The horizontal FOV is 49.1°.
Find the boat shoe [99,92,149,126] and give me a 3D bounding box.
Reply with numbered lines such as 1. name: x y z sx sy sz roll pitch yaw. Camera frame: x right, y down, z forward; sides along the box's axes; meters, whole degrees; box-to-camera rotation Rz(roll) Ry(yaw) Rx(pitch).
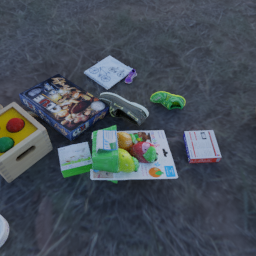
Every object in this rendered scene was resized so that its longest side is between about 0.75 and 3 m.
1. boat shoe: -0.289 -0.699 10.282 2.102 0.751 0.628 23 63 23

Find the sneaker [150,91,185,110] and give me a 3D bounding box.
1. sneaker: 1.512 -1.032 10.709 1.354 0.501 0.566 9 48 7

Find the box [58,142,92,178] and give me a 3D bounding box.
1. box: -1.697 1.010 9.097 1.005 0.486 0.887 -14 53 -10

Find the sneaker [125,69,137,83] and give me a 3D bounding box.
1. sneaker: 0.110 -2.190 11.731 0.311 0.341 0.772 23 56 16

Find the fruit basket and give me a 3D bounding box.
1. fruit basket: 0.101 0.694 8.640 2.486 1.165 2.302 -5 36 -1

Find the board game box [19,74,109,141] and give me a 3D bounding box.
1. board game box: -2.378 -0.878 10.445 2.807 0.486 1.902 33 51 24

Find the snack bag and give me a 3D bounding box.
1. snack bag: -0.822 -2.427 12.027 1.521 0.173 1.613 35 60 24

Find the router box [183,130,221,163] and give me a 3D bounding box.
1. router box: 2.505 0.616 9.542 1.035 0.282 1.154 -2 52 -1

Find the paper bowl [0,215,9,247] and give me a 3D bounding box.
1. paper bowl: -3.764 2.869 7.597 1.023 0.532 1.023 0 52 0

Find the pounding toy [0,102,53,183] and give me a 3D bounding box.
1. pounding toy: -3.951 -0.140 9.478 2.886 1.320 2.535 36 60 24
